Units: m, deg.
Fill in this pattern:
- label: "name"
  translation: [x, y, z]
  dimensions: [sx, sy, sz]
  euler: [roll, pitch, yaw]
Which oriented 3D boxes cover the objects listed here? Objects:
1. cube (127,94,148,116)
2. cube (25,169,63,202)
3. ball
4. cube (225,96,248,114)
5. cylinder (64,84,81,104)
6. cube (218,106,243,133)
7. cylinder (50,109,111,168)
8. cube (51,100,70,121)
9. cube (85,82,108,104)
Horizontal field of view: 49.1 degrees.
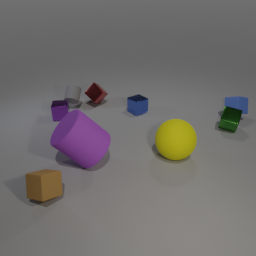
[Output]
- label: "cube"
  translation: [0.444, -1.055, 12.832]
  dimensions: [0.700, 0.700, 0.700]
  euler: [-21, 35, -32]
- label: "cube"
  translation: [-2.328, 1.569, 7.781]
  dimensions: [0.700, 0.700, 0.700]
  euler: [-1, 3, 35]
- label: "ball"
  translation: [1.625, 0.389, 9.544]
  dimensions: [1.400, 1.400, 1.400]
  euler: [0, 29, 0]
- label: "cube"
  translation: [4.665, -0.968, 12.067]
  dimensions: [0.700, 0.700, 0.700]
  euler: [2, 0, -35]
- label: "cylinder"
  translation: [-2.582, -1.580, 13.098]
  dimensions: [0.700, 0.700, 0.700]
  euler: [4, 74, 8]
- label: "cube"
  translation: [4.102, -0.347, 11.252]
  dimensions: [0.700, 0.700, 0.700]
  euler: [18, 64, 18]
- label: "cylinder"
  translation: [-1.514, 0.349, 9.012]
  dimensions: [1.400, 1.400, 1.400]
  euler: [-35, 32, 26]
- label: "cube"
  translation: [-2.963, -0.774, 12.330]
  dimensions: [0.700, 0.700, 0.700]
  euler: [-4, 29, -6]
- label: "cube"
  translation: [-1.511, -1.660, 13.432]
  dimensions: [0.700, 0.700, 0.700]
  euler: [44, 8, 10]
